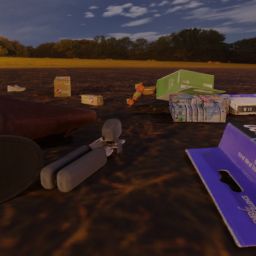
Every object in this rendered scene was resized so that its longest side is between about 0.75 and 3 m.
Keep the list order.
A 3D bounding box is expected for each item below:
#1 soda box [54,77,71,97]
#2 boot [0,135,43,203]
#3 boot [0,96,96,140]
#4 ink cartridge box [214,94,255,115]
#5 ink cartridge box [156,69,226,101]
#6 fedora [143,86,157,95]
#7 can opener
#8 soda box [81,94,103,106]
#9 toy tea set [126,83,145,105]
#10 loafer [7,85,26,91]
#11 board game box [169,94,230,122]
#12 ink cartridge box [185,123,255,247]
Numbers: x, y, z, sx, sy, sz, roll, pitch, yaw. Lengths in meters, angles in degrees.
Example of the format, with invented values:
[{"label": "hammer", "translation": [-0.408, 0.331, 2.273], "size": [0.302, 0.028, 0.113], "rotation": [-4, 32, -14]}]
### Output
[{"label": "soda box", "translation": [-3.086, -1.992, 13.279], "size": [0.713, 0.755, 2.229], "rotation": [-3, 15, -12]}, {"label": "boot", "translation": [-2.689, 0.390, 3.845], "size": [2.523, 0.874, 2.197], "rotation": [-12, 19, -32]}, {"label": "boot", "translation": [-1.749, -0.232, 5.260], "size": [2.490, 1.083, 2.993], "rotation": [-8, 4, -28]}, {"label": "ink cartridge box", "translation": [4.156, -0.846, 9.466], "size": [1.978, 0.429, 1.960], "rotation": [-3, 15, -2]}, {"label": "ink cartridge box", "translation": [2.045, -1.432, 9.537], "size": [1.266, 0.723, 2.438], "rotation": [6, -4, -19]}, {"label": "fedora", "translation": [0.966, -1.770, 13.221], "size": [0.892, 0.364, 0.892], "rotation": [-5, 11, 1]}, {"label": "can opener", "translation": [-0.623, 0.310, 4.534], "size": [0.535, 0.671, 2.006], "rotation": [6, 15, 21]}, {"label": "soda box", "translation": [-1.362, -1.069, 10.587], "size": [0.938, 0.318, 0.300], "rotation": [13, 19, 41]}, {"label": "toy tea set", "translation": [0.227, -1.198, 9.774], "size": [0.343, 0.551, 0.927], "rotation": [36, 47, 4]}, {"label": "loafer", "translation": [-5.720, -2.048, 14.367], "size": [0.930, 0.324, 0.325], "rotation": [-1, 15, -3]}, {"label": "board game box", "translation": [2.231, -0.634, 8.384], "size": [1.867, 0.576, 1.868], "rotation": [0, 14, 4]}, {"label": "ink cartridge box", "translation": [2.446, 0.526, 3.874], "size": [2.824, 0.613, 2.798], "rotation": [-1, 15, 0]}]
